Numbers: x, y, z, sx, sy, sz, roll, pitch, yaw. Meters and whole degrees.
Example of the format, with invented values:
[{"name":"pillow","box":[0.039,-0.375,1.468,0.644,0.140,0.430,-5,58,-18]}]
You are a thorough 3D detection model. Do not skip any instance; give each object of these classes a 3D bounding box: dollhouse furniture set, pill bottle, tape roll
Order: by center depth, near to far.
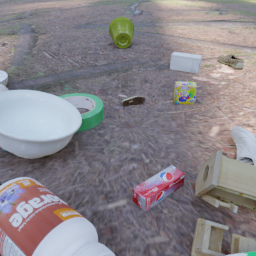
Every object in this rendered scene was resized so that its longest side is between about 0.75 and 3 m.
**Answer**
[{"name":"pill bottle","box":[-1.480,2.044,5.148,2.517,1.412,1.412,24,39,33]},{"name":"dollhouse furniture set","box":[2.677,1.970,5.966,2.405,1.337,2.127,16,66,3]},{"name":"tape roll","box":[-1.954,-0.611,10.257,2.131,0.512,2.131,0,33,0]}]

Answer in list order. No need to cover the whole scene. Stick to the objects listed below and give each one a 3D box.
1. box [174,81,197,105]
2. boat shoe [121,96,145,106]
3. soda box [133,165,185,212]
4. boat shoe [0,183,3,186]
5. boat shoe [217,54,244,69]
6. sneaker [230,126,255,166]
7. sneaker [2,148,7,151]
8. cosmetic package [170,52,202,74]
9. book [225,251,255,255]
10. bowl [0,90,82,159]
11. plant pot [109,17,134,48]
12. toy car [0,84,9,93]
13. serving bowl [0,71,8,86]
[{"name":"box","box":[2.294,-1.414,11.267,0.826,0.796,0.504,2,32,5]},{"name":"boat shoe","box":[0.199,-1.138,11.259,0.971,0.359,0.359,-8,27,-13]},{"name":"soda box","box":[0.778,1.467,6.973,1.394,0.442,0.488,-24,41,-34]},{"name":"boat shoe","box":[-3.214,1.542,6.516,2.097,0.594,0.720,3,5,8]},{"name":"boat shoe","box":[5.591,-3.715,15.162,0.638,0.577,1.789,-15,35,-23]},{"name":"sneaker","box":[3.438,0.605,8.212,0.754,0.886,2.003,39,7,-18]},{"name":"sneaker","box":[-3.626,0.403,8.849,0.488,0.405,1.022,11,36,-12]},{"name":"cosmetic package","box":[2.949,-3.360,14.375,1.478,0.834,0.600,17,35,22]},{"name":"book","box":[2.493,2.991,4.044,1.555,0.559,2.328,-1,43,-16]},{"name":"bowl","box":[-2.821,0.030,8.275,2.738,1.230,2.738,13,29,-8]},{"name":"plant pot","box":[-0.373,-6.002,18.043,1.704,1.704,1.640,-2,43,-4]},{"name":"toy car","box":[-5.216,-1.340,10.574,2.030,1.871,1.795,11,26,-26]},{"name":"serving bowl","box":[-6.217,-1.864,12.116,2.015,0.663,2.015,1,32,0]}]
